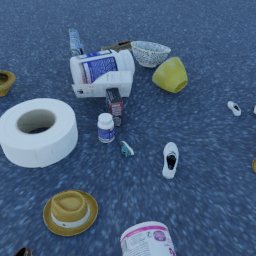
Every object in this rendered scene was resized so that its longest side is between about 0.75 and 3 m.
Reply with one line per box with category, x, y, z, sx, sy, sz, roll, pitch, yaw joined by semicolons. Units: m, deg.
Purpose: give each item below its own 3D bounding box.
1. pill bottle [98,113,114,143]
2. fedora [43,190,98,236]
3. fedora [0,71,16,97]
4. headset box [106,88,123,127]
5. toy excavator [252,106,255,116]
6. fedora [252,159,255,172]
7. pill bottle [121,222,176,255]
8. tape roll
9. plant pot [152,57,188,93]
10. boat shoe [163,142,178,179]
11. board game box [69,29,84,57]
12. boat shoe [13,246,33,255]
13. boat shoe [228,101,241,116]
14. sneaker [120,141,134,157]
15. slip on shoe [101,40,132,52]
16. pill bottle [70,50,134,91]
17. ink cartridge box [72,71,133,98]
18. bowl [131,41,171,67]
pill bottle;-0.817;-0.005;10.414;0.604;1.044;0.604;0;43;0
fedora;-1.707;2.309;8.182;1.623;0.662;1.623;-1;42;0
fedora;-5.912;-1.950;12.764;1.783;0.727;1.783;-1;40;1
headset box;-0.545;-0.869;11.128;0.522;1.352;1.006;-9;44;-11
toy excavator;5.701;-0.571;11.495;1.051;0.525;1.022;25;48;13
fedora;4.743;1.275;9.495;1.004;0.409;1.004;0;43;0
pill bottle;0.626;3.469;6.461;1.265;1.265;2.231;-7;44;-8
tape roll;-3.284;0.105;10.346;2.812;0.983;2.812;0;42;0
plant pot;2.051;-2.265;12.705;1.563;1.563;1.110;-28;68;-27
boat shoe;1.517;1.018;9.646;0.556;0.494;1.510;10;47;-2
board game box;-2.442;-3.463;13.834;0.620;2.009;2.008;-8;57;-7
boat shoe;-2.964;3.592;6.913;0.498;0.498;1.415;19;47;18
boat shoe;4.564;-0.899;11.943;0.334;0.296;0.907;-10;43;-11
sneaker;-0.123;0.765;10.157;0.345;0.293;0.755;-29;48;-22
slip on shoe;-0.627;-4.578;15.768;1.795;0.544;0.683;-4;43;-5
pill bottle;-1.180;-2.749;13.009;2.714;1.571;1.571;-15;45;-16
ink cartridge box;-1.039;-1.786;11.699;2.353;1.913;0.671;2;80;-3
bowl;1.086;-3.711;14.356;2.047;0.960;2.047;7;29;-4
